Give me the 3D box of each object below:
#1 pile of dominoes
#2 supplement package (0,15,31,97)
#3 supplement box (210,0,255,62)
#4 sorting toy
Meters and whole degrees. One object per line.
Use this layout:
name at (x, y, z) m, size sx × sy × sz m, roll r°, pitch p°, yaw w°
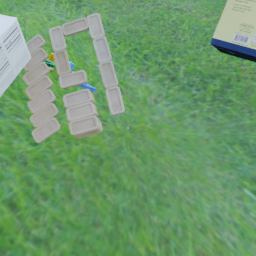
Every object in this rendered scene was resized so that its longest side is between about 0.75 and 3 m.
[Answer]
pile of dominoes at (-1.062, -0.894, 5.210) m, size 1.699 × 0.347 × 2.180 m, roll -15°, pitch 76°, yaw 4°
supplement package at (-2.332, -0.981, 4.097) m, size 1.090 × 0.776 × 1.400 m, roll 15°, pitch 56°, yaw 11°
supplement box at (2.986, -2.380, 6.493) m, size 1.486 × 1.484 × 0.997 m, roll 27°, pitch 15°, yaw 28°
sorting toy at (-1.741, -1.516, 6.365) m, size 2.541 × 0.346 × 1.430 m, roll 33°, pitch 12°, yaw 36°
